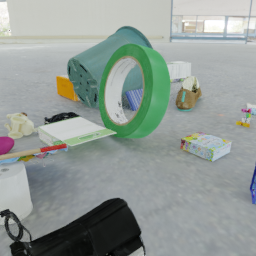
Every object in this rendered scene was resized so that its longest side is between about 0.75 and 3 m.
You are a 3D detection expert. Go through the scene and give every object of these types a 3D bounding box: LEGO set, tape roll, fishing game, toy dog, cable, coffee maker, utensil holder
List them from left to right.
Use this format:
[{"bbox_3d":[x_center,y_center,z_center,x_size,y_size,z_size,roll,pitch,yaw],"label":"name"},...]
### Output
[{"bbox_3d":[-2.162,1.132,5.042,0.755,0.888,0.755,0,20,0],"label":"utensil holder"},{"bbox_3d":[-3.330,-0.169,8.744,0.981,0.706,1.012,-2,18,-27],"label":"toy dog"},{"bbox_3d":[-2.234,0.687,5.900,1.988,0.432,2.777,-9,-3,-23],"label":"fishing game"},{"bbox_3d":[-2.138,-0.232,9.375,1.317,0.335,1.074,-5,22,-14],"label":"cable"},{"bbox_3d":[-0.591,1.445,3.547,0.974,1.389,1.446,-3,12,45],"label":"coffee maker"},{"bbox_3d":[0.083,-1.029,8.051,0.637,2.650,2.650,5,15,-35],"label":"tape roll"},{"bbox_3d":[3.914,-0.298,9.497,0.440,0.409,1.072,6,28,24],"label":"LEGO set"}]

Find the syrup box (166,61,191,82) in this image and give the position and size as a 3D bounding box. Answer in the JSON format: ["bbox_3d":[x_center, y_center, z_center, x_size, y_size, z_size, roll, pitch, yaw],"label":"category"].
[{"bbox_3d":[2.330,-3.232,16.176,2.593,1.056,1.021,-13,22,-29],"label":"syrup box"}]

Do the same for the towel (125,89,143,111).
[{"bbox_3d":[0.513,-1.164,11.306,1.193,0.863,0.142,-14,-15,-33],"label":"towel"}]

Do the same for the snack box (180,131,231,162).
[{"bbox_3d":[2.085,0.465,7.531,0.864,0.347,1.024,-18,28,-39],"label":"snack box"}]

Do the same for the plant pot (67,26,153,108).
[{"bbox_3d":[-0.768,-2.344,11.513,2.807,2.866,2.866,-32,35,-29],"label":"plant pot"}]

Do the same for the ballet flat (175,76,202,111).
[{"bbox_3d":[2.591,-1.619,11.940,1.013,1.080,2.986,7,22,20],"label":"ballet flat"}]

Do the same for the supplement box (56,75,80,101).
[{"bbox_3d":[-1.878,-2.058,13.280,2.539,0.933,1.600,-18,27,-38],"label":"supplement box"}]

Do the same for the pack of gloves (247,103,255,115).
[{"bbox_3d":[5.312,-0.794,10.894,1.292,0.303,1.537,10,23,21],"label":"pack of gloves"}]

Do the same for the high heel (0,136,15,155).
[{"bbox_3d":[-3.990,0.333,6.330,0.982,1.400,2.912,7,21,34],"label":"high heel"}]

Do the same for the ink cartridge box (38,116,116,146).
[{"bbox_3d":[-1.467,0.223,7.967,1.457,0.480,2.002,-16,26,-36],"label":"ink cartridge box"}]

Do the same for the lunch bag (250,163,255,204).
[{"bbox_3d":[2.898,0.856,5.281,0.920,1.222,0.575,6,22,15],"label":"lunch bag"}]
